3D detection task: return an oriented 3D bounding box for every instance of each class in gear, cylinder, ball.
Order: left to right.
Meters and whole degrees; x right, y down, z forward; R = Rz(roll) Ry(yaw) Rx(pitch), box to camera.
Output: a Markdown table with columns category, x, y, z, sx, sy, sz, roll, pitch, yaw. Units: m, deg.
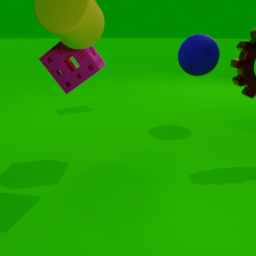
| category | x | y | z | sx | sy | sz | roll | pitch | yaw |
| --- | --- | --- | --- | --- | --- | --- | --- | --- | --- |
| cylinder | -0.875 | -1.749 | 4.338 | 0.843 | 0.843 | 0.843 | 4 | 0 | 10 |
| ball | 1.924 | -1.980 | 7.650 | 1.114 | 1.114 | 1.114 | 0 | 19 | 0 |
| gear | 2.711 | -1.223 | 5.385 | 1.412 | 1.412 | 0.261 | -2 | 18 | -6 |

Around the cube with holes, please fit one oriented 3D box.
| category | x | y | z | sx | sy | sz | roll | pitch | yaw |
| --- | --- | --- | --- | --- | --- | --- | --- | --- | --- |
| cube with holes | -1.045 | -1.296 | 5.484 | 0.818 | 0.818 | 0.818 | -33 | 14 | 14 |
